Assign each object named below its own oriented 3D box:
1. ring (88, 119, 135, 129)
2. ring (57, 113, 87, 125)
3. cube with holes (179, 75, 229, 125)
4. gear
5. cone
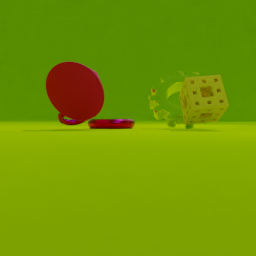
[{"bbox_3d":[-0.480,-0.124,8.086,1.364,0.273,1.364,0,1,0],"label":"ring"},{"bbox_3d":[-2.552,-0.530,13.134,1.475,0.295,1.475,-9,-24,-4],"label":"ring"},{"bbox_3d":[1.683,-0.627,6.360,0.789,0.789,0.789,-5,-23,-3],"label":"cube with holes"},{"bbox_3d":[1.572,-0.829,7.856,1.922,1.922,0.355,0,-40,11],"label":"gear"},{"bbox_3d":[-1.120,-1.242,7.530,1.557,1.557,1.562,0,29,17],"label":"cone"}]
